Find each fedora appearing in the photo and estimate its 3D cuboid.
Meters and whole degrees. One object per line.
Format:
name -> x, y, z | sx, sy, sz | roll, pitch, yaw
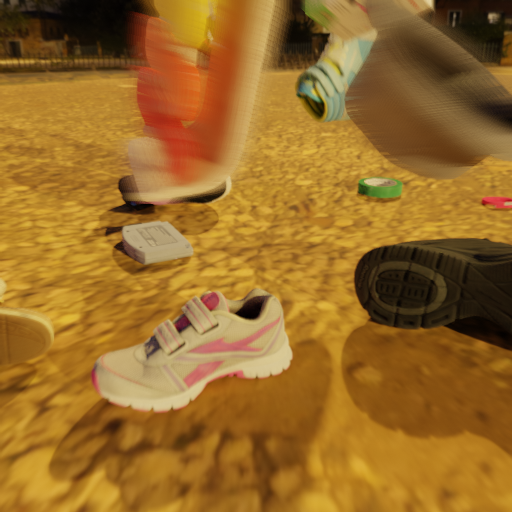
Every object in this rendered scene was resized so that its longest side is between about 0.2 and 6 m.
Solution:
fedora -> 1.594, -1.450, 5.406 | 2.062, 0.931, 1.824 | 18, 46, -25

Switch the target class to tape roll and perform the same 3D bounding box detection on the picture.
tape roll -> 2.659, -1.476, 12.029 | 0.931, 0.224, 0.931 | 0, 22, 0

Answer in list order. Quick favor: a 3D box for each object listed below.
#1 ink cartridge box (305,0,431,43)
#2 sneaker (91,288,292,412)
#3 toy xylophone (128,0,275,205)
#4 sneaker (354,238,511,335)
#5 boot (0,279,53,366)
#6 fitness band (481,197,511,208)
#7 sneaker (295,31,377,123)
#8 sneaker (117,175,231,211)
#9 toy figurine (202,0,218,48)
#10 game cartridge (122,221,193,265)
ink cartridge box -> 1.212, -2.859, 6.066 | 1.120, 0.470, 0.811 | -8, -13, 43
sneaker -> -0.605, 0.812, 5.549 | 2.088, 0.921, 0.850 | -13, 26, -29
toy xylophone -> -0.470, -1.797, 4.054 | 0.685, 2.727, 1.997 | 0, 28, -21
sneaker -> 2.928, 0.294, 6.518 | 3.346, 1.270, 1.519 | 13, 20, 25
boot -> -3.085, 0.622, 6.391 | 1.871, 0.681, 1.454 | -3, 22, 1
fitness band -> 4.858, -1.071, 11.201 | 0.668, 0.125, 0.480 | 1, 20, -1
sneaker -> 1.149, -2.878, 8.091 | 1.321, 2.024, 0.805 | -19, 26, -29
sneaker -> -1.695, -1.238, 10.846 | 2.255, 0.824, 1.261 | 4, 25, 31
toy figurine -> -0.820, -4.326, 9.280 | 0.854, 1.426, 0.752 | -38, 45, -7
game cartridge -> -1.651, -0.222, 8.974 | 0.896, 0.272, 1.344 | -7, 23, -25
